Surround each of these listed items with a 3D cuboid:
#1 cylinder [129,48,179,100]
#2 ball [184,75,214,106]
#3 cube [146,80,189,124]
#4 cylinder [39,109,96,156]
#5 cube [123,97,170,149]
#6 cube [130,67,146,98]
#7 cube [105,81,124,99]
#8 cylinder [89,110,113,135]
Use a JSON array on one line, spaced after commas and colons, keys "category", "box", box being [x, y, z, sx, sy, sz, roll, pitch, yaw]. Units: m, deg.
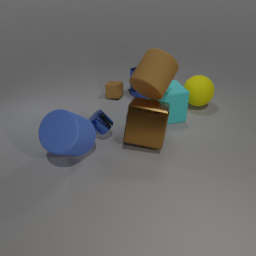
[{"category": "cylinder", "box": [0.974, -1.993, 10.505, 1.400, 1.400, 1.400, 22, 74, 32]}, {"category": "ball", "box": [3.236, -1.706, 12.855, 1.400, 1.400, 1.400, 0, 31, 0]}, {"category": "cube", "box": [1.649, -1.115, 12.068, 1.400, 1.400, 1.400, -8, 32, -13]}, {"category": "cylinder", "box": [-1.963, 0.192, 9.248, 1.400, 1.400, 1.400, 11, -4, 18]}, {"category": "cube", "box": [0.701, -0.224, 10.196, 1.400, 1.400, 1.400, 11, 19, 6]}, {"category": "cube", "box": [1.051, -2.259, 13.981, 1.400, 1.400, 1.400, -20, 36, -30]}, {"category": "cube", "box": [-0.671, -1.909, 13.965, 0.700, 0.700, 0.700, 5, 26, 20]}, {"category": "cylinder", "box": [-1.030, -0.213, 10.538, 0.700, 0.700, 0.700, -37, 24, 19]}]
